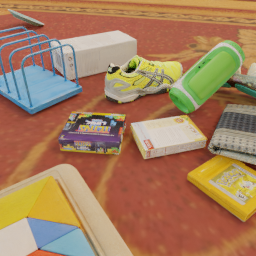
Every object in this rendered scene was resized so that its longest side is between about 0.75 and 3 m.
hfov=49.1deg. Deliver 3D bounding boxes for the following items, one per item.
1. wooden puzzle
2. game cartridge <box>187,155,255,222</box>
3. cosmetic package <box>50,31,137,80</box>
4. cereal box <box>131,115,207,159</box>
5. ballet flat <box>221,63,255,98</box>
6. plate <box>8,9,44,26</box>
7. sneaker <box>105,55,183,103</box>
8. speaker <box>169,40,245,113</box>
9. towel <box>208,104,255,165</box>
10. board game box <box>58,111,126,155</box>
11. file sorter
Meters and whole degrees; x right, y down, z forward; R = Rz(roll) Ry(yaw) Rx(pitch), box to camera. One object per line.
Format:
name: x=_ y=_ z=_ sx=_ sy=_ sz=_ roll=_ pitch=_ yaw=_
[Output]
wooden puzzle: x=-1.638 y=1.753 z=4.125 sx=2.895 sy=0.539 sz=2.678 roll=-19 pitch=39 yaw=-25
game cartridge: x=2.012 y=1.043 z=5.391 sx=1.156 sy=0.213 sz=1.312 roll=-24 pitch=42 yaw=-31
cosmetic package: x=-1.168 y=-2.628 z=9.876 sx=2.696 sy=0.961 sz=1.367 roll=-19 pitch=40 yaw=-24
cereal box: x=0.911 y=0.170 z=6.543 sx=1.496 sy=0.296 sz=1.077 roll=-9 pitch=37 yaw=-12
ballet flat: x=3.223 y=-1.500 z=8.216 sx=2.665 sy=0.948 sz=0.921 roll=23 pitch=2 yaw=32
plate: x=-5.098 y=-5.446 z=13.991 sx=1.777 sy=0.227 sz=1.777 roll=22 pitch=15 yaw=-6
sneaker: x=0.597 y=-1.621 z=8.381 sx=2.824 sy=1.079 sz=1.065 roll=-24 pitch=41 yaw=-30
speaker: x=2.080 y=-1.350 z=7.418 sx=2.079 sy=0.919 sz=0.919 roll=-43 pitch=46 yaw=-5
towel: x=3.311 y=0.187 z=6.304 sx=2.549 sy=0.440 sz=2.455 roll=11 pitch=29 yaw=23
board game box: x=-0.794 y=0.085 z=6.590 sx=1.374 sy=0.390 sz=1.136 roll=3 pitch=35 yaw=5
file sorter: x=-2.866 y=-1.814 z=8.118 sx=2.524 sy=1.548 sz=1.751 roll=28 pitch=45 yaw=33
